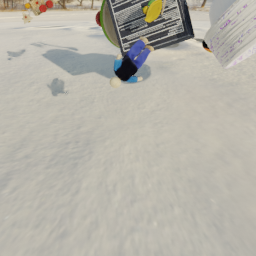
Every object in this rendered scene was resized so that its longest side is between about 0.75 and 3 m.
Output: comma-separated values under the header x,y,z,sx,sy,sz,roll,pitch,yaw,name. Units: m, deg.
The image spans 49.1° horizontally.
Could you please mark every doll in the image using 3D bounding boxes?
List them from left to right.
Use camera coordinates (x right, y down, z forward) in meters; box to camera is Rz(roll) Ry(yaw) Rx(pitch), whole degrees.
x,y,z,sx,sy,sz,roll,pitch,yaw,name
0.055,-1.190,5.374,1.099,0.750,0.266,-50,37,-9,doll

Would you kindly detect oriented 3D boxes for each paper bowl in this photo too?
x,y,z,sx,sy,sz,roll,pitch,yaw,name
3.149,-2.842,6.556,2.967,1.543,2.967,-33,-6,-4,paper bowl

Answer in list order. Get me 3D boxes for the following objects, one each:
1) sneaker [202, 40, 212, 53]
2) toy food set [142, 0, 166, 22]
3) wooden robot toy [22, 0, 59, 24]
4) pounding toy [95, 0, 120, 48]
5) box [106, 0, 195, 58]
x,y,z,sx,sy,sz,roll,pitch,yaw,name
3.284,-2.857,8.561,2.119,0.741,0.954,-19,-4,43,sneaker
0.599,-2.954,6.923,0.277,0.499,0.848,30,49,20,toy food set
-2.827,-4.109,8.819,0.839,0.864,1.904,10,52,49,wooden robot toy
-0.157,-4.099,9.697,2.081,2.696,1.251,23,1,-40,pounding toy
0.631,-3.239,7.954,2.007,1.991,1.237,-12,9,25,box
